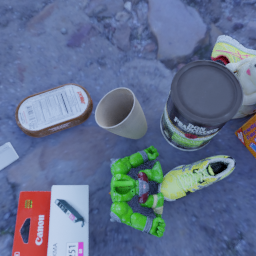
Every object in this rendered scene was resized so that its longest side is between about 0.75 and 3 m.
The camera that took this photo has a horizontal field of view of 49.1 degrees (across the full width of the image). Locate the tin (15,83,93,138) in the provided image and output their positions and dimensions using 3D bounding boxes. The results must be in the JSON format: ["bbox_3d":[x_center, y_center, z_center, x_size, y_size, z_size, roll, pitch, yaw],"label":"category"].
[{"bbox_3d":[-2.575,-0.634,9.832,2.715,0.568,1.520,-20,75,-7],"label":"tin"}]

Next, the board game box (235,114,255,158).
[{"bbox_3d":[5.662,0.049,8.298,2.865,2.867,2.866,-33,73,-11],"label":"board game box"}]

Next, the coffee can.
[{"bbox_3d":[2.098,-0.547,8.646,1.926,2.631,1.926,0,70,0],"label":"coffee can"}]

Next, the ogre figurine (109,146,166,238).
[{"bbox_3d":[0.246,1.820,8.527,1.616,1.323,2.696,4,82,-11],"label":"ogre figurine"}]

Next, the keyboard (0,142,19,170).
[{"bbox_3d":[-4.905,1.441,9.292,2.538,0.135,0.714,-35,79,-11],"label":"keyboard"}]

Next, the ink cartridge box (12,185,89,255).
[{"bbox_3d":[-2.224,2.914,8.176,2.128,0.534,2.452,1,60,-10],"label":"ink cartridge box"}]

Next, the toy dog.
[{"bbox_3d":[4.284,-1.453,9.046,2.434,2.511,1.752,8,71,3],"label":"toy dog"}]

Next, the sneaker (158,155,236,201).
[{"bbox_3d":[2.128,1.451,8.801,2.628,1.004,0.991,-25,74,-8],"label":"sneaker"}]

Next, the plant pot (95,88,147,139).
[{"bbox_3d":[-0.025,-0.276,8.993,1.431,1.528,1.431,-18,53,26],"label":"plant pot"}]

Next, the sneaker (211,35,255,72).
[{"bbox_3d":[4.153,-2.402,10.347,2.381,0.931,1.075,32,87,13],"label":"sneaker"}]
